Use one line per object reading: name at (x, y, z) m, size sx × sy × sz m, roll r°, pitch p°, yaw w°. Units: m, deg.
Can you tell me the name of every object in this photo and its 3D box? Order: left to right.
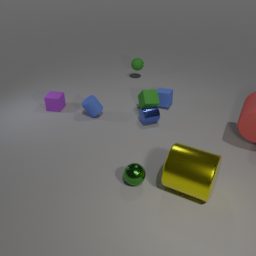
cube at (-3.346, -1.223, 12.878) m, size 0.700 × 0.700 × 0.700 m, roll 6°, pitch 33°, yaw 9°
cylinder at (-1.558, -0.963, 12.248) m, size 0.700 × 0.700 × 0.700 m, roll -28°, pitch 29°, yaw 17°
ball at (0.206, 1.447, 8.778) m, size 0.700 × 0.700 × 0.700 m, roll 0°, pitch 33°, yaw 0°
ball at (0.527, -3.532, 15.521) m, size 0.700 × 0.700 × 0.700 m, roll 0°, pitch 33°, yaw 0°
cube at (0.921, -1.276, 12.561) m, size 0.700 × 0.700 × 0.700 m, roll -4°, pitch 74°, yaw -20°
cylinder at (0.901, -0.548, 11.825) m, size 0.700 × 0.700 × 0.700 m, roll -12°, pitch 35°, yaw -16°
cube at (1.670, -1.423, 13.083) m, size 0.700 × 0.700 × 0.700 m, roll 9°, pitch 27°, yaw 20°
cylinder at (1.901, 1.287, 8.353) m, size 1.400 × 1.400 × 1.400 m, roll 17°, pitch 37°, yaw 24°
cylinder at (4.733, -0.408, 9.926) m, size 1.400 × 1.400 × 1.400 m, roll 16°, pitch 43°, yaw 22°
